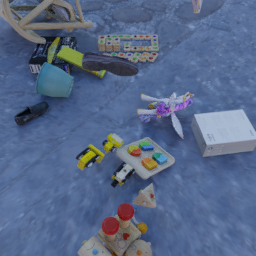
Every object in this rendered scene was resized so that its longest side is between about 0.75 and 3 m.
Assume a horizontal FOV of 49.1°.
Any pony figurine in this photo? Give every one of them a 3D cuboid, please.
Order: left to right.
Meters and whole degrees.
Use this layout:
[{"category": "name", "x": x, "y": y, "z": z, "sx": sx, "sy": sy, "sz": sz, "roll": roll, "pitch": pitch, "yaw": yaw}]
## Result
[{"category": "pony figurine", "x": 1.075, "y": -0.530, "z": 7.845, "sx": 1.532, "sy": 1.276, "sz": 1.479, "roll": -4, "pitch": 38, "yaw": 16}]

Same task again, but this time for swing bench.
[{"category": "swing bench", "x": -3.396, "y": -4.574, "z": 10.494, "sx": 2.933, "sy": 1.903, "sz": 2.917, "roll": -29, "pitch": 46, "yaw": -18}]

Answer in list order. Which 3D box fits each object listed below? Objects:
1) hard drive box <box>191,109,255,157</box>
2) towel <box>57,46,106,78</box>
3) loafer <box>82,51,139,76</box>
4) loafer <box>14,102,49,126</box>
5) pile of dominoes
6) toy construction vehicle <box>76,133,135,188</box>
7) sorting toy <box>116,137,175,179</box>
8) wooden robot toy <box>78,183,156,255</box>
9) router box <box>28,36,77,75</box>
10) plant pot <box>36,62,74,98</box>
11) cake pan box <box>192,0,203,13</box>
[{"category": "hard drive box", "x": 2.568, "y": 0.116, "z": 7.542, "sx": 1.421, "sy": 0.546, "sz": 1.108, "roll": -6, "pitch": 50, "yaw": -5}, {"category": "towel", "x": -1.521, "y": -2.248, "z": 9.512, "sx": 1.670, "sy": 0.151, "sz": 0.719, "roll": 24, "pitch": 44, "yaw": -3}, {"category": "loafer", "x": -0.439, "y": -1.713, "z": 7.245, "sx": 1.490, "sy": 0.536, "sz": 0.469, "roll": 6, "pitch": 60, "yaw": -14}, {"category": "loafer", "x": -2.799, "y": -0.476, "z": 8.165, "sx": 0.367, "sy": 0.379, "sz": 1.081, "roll": 37, "pitch": 58, "yaw": 27}, {"category": "pile of dominoes", "x": 0.039, "y": -3.098, "z": 10.433, "sx": 2.273, "sy": 0.362, "sz": 1.772, "roll": -1, "pitch": 49, "yaw": 0}, {"category": "toy construction vehicle", "x": -0.424, "y": 0.812, "z": 6.723, "sx": 1.232, "sy": 0.498, "sz": 1.415, "roll": 35, "pitch": 38, "yaw": 10}, {"category": "sorting toy", "x": 0.462, "y": 0.688, "z": 7.072, "sx": 1.195, "sy": 0.218, "sz": 1.106, "roll": -22, "pitch": 50, "yaw": -41}, {"category": "wooden robot toy", "x": -0.056, "y": 2.309, "z": 5.385, "sx": 1.207, "sy": 1.172, "sz": 2.660, "roll": 42, "pitch": 61, "yaw": 18}, {"category": "router box", "x": -2.608, "y": -2.607, "z": 9.946, "sx": 1.350, "sy": 0.449, "sz": 1.717, "roll": 2, "pitch": 49, "yaw": 2}, {"category": "plant pot", "x": -2.198, "y": -1.393, "z": 8.633, "sx": 0.943, "sy": 1.003, "sz": 1.003, "roll": 17, "pitch": 50, "yaw": -5}, {"category": "cake pan box", "x": 2.203, "y": -4.202, "z": 8.855, "sx": 0.213, "sy": 0.751, "sz": 0.816, "roll": 9, "pitch": 69, "yaw": 22}]
